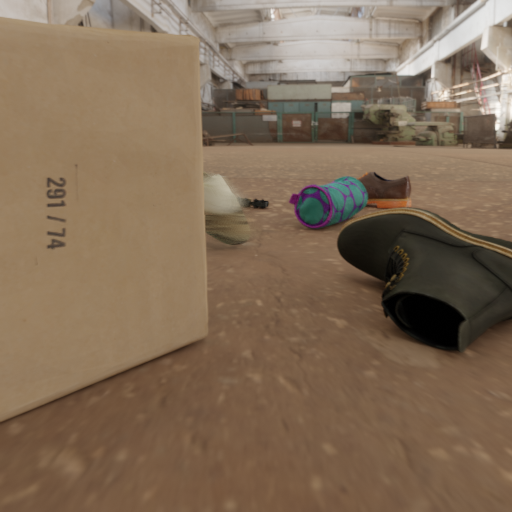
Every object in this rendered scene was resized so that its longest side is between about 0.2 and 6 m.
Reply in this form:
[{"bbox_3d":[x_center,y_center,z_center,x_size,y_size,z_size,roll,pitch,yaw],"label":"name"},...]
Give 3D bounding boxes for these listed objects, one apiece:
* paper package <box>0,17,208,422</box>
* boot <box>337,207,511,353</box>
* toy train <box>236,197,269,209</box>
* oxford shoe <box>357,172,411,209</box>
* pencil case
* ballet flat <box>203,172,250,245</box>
[{"bbox_3d":[-1.924,-0.451,4.965,1.579,3.052,2.909,12,19,41],"label":"paper package"},{"bbox_3d":[1.733,0.176,6.795,1.995,1.117,2.884,-19,22,-40],"label":"boot"},{"bbox_3d":[-0.353,-1.437,14.904,1.558,0.266,0.357,8,13,29],"label":"toy train"},{"bbox_3d":[2.859,-1.810,14.996,2.559,0.933,0.912,5,15,20],"label":"oxford shoe"},{"bbox_3d":[1.673,-1.219,12.508,1.022,0.941,2.212,33,26,20],"label":"pencil case"},{"bbox_3d":[-1.124,-1.288,9.933,2.691,1.013,0.913,41,52,13],"label":"ballet flat"}]
